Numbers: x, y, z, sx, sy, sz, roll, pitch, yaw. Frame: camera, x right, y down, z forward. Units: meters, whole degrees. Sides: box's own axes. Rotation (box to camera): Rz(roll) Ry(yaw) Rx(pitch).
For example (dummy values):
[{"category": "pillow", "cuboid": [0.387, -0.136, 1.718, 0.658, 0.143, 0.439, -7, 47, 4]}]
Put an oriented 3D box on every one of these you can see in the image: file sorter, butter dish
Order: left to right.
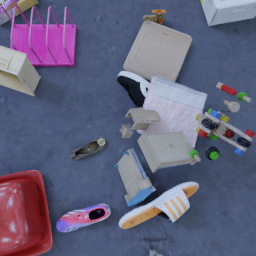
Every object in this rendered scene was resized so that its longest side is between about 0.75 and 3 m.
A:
[{"category": "butter dish", "cuboid": [-4.258, 2.946, 9.104, 2.948, 2.185, 2.956, -12, 76, -4]}, {"category": "file sorter", "cuboid": [-3.563, -3.661, 11.052, 2.685, 1.684, 1.866, 0, 76, 0]}]

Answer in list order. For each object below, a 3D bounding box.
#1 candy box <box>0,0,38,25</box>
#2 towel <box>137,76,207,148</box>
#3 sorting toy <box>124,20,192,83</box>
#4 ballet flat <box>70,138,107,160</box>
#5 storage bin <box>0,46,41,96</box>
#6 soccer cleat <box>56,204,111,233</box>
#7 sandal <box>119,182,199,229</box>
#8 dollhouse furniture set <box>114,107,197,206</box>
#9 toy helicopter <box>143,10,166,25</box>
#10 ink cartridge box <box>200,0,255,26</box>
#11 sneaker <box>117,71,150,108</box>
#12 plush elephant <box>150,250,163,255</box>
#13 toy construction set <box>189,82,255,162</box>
[{"category": "candy box", "cuboid": [-5.098, -5.473, 12.092, 2.028, 0.573, 1.183, -35, 78, -10]}, {"category": "towel", "cuboid": [1.638, -0.545, 10.113, 2.256, 0.364, 2.154, 17, 86, -11]}, {"category": "sorting toy", "cuboid": [1.229, -3.050, 11.591, 2.190, 0.431, 2.366, 22, 81, 6]}, {"category": "ballet flat", "cuboid": [-1.500, 0.783, 10.604, 1.508, 0.349, 0.508, -23, 77, -6]}, {"category": "storage bin", "cuboid": [-4.515, -2.214, 10.589, 1.860, 1.873, 0.878, 18, 75, 4]}, {"category": "soccer cleat", "cuboid": [-1.597, 3.141, 9.803, 1.995, 0.730, 0.680, -16, 76, -4]}, {"category": "sandal", "cuboid": [1.200, 2.926, 9.607, 3.067, 1.175, 0.879, -29, 54, 1]}, {"category": "dollhouse furniture set", "cuboid": [0.698, 1.055, 9.976, 1.723, 2.640, 2.492, -3, 54, -33]}, {"category": "toy helicopter", "cuboid": [1.117, -4.658, 11.683, 1.081, 0.715, 0.426, -17, 75, -27]}, {"category": "ink cartridge box", "cuboid": [4.178, -6.085, 11.887, 2.171, 1.248, 2.992, -12, 76, -3]}, {"category": "sneaker", "cuboid": [0.508, -0.788, 10.593, 2.939, 1.074, 1.644, 34, 78, 5]}, {"category": "plush elephant", "cuboid": [0.951, 4.614, 9.468, 0.799, 0.850, 1.032, -5, 111, -37]}, {"category": "toy construction set", "cuboid": [2.894, -0.332, 9.081, 1.935, 1.783, 2.320, 0, 113, -11]}]
